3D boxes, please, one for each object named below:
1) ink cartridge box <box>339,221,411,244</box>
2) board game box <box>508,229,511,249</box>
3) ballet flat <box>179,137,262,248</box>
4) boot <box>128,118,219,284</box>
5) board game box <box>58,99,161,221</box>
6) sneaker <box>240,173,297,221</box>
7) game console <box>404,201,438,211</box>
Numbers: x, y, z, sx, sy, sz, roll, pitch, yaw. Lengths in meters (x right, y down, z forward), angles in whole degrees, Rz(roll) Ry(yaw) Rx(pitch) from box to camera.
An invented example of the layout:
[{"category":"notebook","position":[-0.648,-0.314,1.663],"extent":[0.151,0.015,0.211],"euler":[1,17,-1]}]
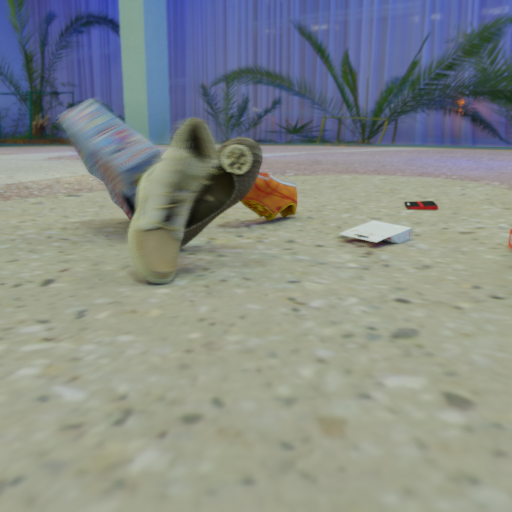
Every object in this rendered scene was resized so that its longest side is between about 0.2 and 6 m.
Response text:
[{"category":"ink cartridge box","position":[2.498,-0.404,11.712],"extent":[1.234,0.309,1.001],"euler":[-22,26,-37]},{"category":"board game box","position":[5.810,-0.160,10.429],"extent":[1.822,0.367,1.394],"euler":[3,15,13]},{"category":"ballet flat","position":[-0.976,-1.068,10.363],"extent":[2.838,0.956,0.658],"euler":[-41,-5,27]},{"category":"boot","position":[-1.278,-0.877,8.811],"extent":[0.826,2.291,1.772],"euler":[17,-37,-29]},{"category":"board game box","position":[-2.783,-1.735,12.103],"extent":[0.882,2.858,2.857],"euler":[-36,37,-20]},{"category":"sneaker","position":[0.166,-1.398,13.383],"extent":[0.970,1.025,2.658],"euler":[-8,-8,43]},{"category":"game console","position":[4.659,-1.412,15.841],"extent":[0.847,0.149,0.957],"euler":[-2,14,9]}]
